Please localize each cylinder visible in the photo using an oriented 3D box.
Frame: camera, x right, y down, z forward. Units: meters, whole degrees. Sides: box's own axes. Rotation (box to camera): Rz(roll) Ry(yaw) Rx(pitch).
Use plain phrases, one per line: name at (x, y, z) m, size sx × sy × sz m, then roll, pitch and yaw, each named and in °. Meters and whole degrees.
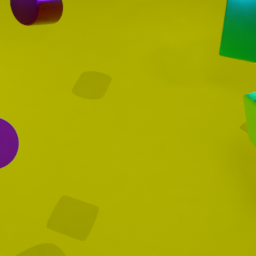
cylinder at (-2.096, -2.833, 6.471) m, size 0.855 × 0.855 × 0.855 m, roll 25°, pitch 31°, yaw 18°
cylinder at (-2.148, 0.245, 4.148) m, size 0.745 × 0.745 × 0.745 m, roll -7°, pitch 44°, yaw 37°

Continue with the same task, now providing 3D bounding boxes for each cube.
cube at (2.183, -0.096, 3.919) m, size 0.792 × 0.792 × 0.792 m, roll -14°, pitch 21°, yaw 8°
cube at (2.681, -1.952, 5.266) m, size 1.256 × 1.256 × 1.256 m, roll -17°, pitch 31°, yaw -33°
